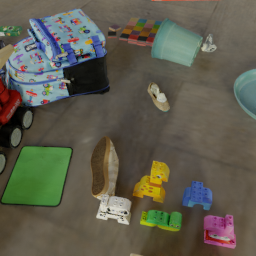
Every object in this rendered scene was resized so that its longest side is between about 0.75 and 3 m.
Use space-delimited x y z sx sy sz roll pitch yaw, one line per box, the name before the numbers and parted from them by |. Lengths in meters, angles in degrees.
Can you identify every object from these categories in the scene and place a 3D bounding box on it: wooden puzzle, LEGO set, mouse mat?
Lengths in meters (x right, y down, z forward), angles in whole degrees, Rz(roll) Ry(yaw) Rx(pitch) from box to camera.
wooden puzzle | 0.683 -3.629 10.597 2.829 0.199 1.678 12 48 11
LEGO set | 0.772 1.303 5.336 2.666 1.094 1.017 9 47 8
mouse mat | -2.002 1.033 6.313 1.293 0.061 1.607 2 46 2

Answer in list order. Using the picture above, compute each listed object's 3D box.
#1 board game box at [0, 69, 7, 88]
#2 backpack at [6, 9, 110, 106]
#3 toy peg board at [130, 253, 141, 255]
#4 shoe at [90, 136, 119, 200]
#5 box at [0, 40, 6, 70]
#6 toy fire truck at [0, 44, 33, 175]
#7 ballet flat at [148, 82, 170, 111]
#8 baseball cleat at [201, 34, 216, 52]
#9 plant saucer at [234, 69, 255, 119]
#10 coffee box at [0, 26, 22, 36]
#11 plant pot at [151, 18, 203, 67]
board game box | -3.587 -0.938 7.371 0.209 1.214 0.822 37 55 6
backpack | -2.151 -1.920 7.884 2.741 1.844 2.503 -19 50 -15
toy peg board | 0.812 2.470 3.962 1.688 1.681 0.826 9 63 9
shoe | -0.507 0.885 6.230 0.586 0.448 1.677 -35 36 28
box | -5.311 -2.060 8.941 2.572 0.464 1.839 -9 47 -10
toy fire truck | -3.062 -0.438 5.981 1.627 2.529 2.226 8 47 9
ballet flat | 0.851 -0.915 7.936 0.381 0.352 1.079 -19 50 -17
baseball cleat | 2.940 -2.980 9.955 0.491 0.321 0.922 26 61 15
plant saucer | 4.250 -0.798 7.833 2.578 0.353 2.578 -1 47 1
coffee box | -4.494 -3.691 10.669 0.807 0.178 0.496 0 47 1
plant pot | 1.617 -2.679 9.053 1.296 1.323 1.323 24 51 12
